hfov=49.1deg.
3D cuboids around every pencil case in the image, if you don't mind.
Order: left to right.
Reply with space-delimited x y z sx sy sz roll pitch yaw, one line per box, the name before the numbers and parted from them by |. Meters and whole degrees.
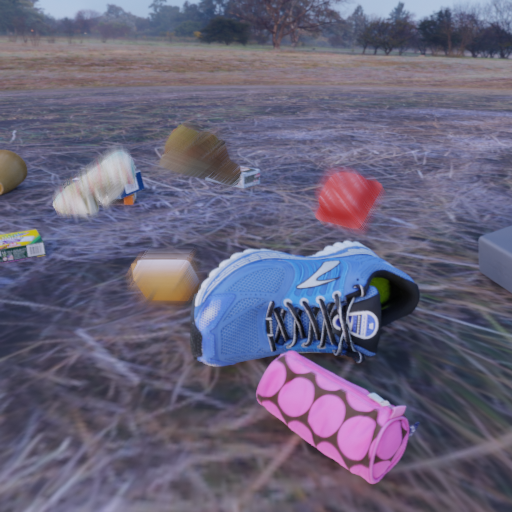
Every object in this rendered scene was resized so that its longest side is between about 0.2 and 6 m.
pencil case | 0.756 1.563 5.793 0.761 0.786 1.678 -12 23 -43

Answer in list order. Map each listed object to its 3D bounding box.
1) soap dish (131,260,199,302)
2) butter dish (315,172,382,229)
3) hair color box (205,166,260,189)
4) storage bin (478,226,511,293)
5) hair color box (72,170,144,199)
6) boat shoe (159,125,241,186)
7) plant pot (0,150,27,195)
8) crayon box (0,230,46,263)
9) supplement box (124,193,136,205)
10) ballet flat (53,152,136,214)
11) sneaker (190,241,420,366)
soap dish | -1.148 0.326 7.151 0.768 0.604 0.312 -1 54 14
butter dish | 1.495 -1.094 9.661 0.986 0.731 0.989 19 70 40
hair color box | -0.691 -2.324 16.102 1.487 0.451 0.736 17 27 36
storage bin | 4.627 0.004 9.340 1.197 1.297 1.783 -15 24 -8
hair color box | -3.812 -1.845 14.399 1.737 0.526 0.868 5 25 35
boat shoe | -0.872 -1.934 10.884 0.905 0.855 2.515 22 10 18
plant pot | -6.849 -2.117 14.990 1.070 1.070 1.148 0 35 -1
crayon box | -4.725 -0.184 10.867 1.055 0.308 0.910 -12 24 -27
supplement box | -3.219 -1.495 14.304 0.231 0.239 0.694 -1 18 -6
ballet flat | -3.092 -1.214 10.667 2.064 0.660 0.781 -31 -14 27
sneaker | 0.775 0.636 7.338 3.580 1.406 1.596 -15 23 -33
